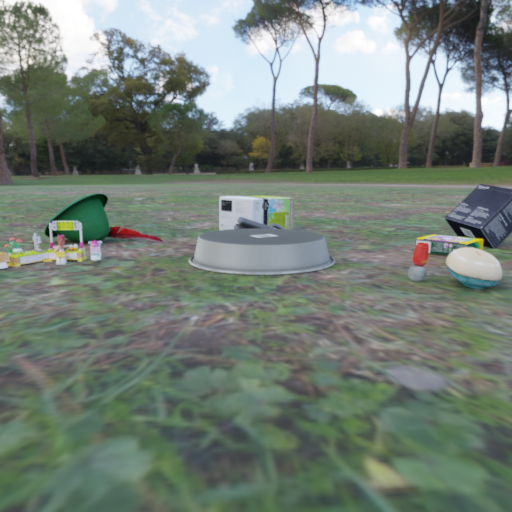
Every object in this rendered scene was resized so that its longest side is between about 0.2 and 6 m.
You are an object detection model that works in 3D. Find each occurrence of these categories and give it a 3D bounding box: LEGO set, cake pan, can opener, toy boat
[{"bbox_3d":[-3.980,-0.235,10.534,2.066,0.769,0.950,-4,10,-22],"label":"LEGO set"},{"bbox_3d":[0.109,-0.139,10.762,2.803,0.514,2.803,0,10,0],"label":"cake pan"},{"bbox_3d":[0.136,-0.571,12.276,1.353,0.361,0.452,17,27,-25],"label":"can opener"},{"bbox_3d":[3.113,0.197,8.808,1.348,0.627,1.133,10,16,13],"label":"toy boat"}]

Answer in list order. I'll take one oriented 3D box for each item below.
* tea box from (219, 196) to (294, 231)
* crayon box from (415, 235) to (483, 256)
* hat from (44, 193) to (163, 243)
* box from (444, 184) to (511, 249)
[{"bbox_3d":[0.008,-1.100,15.020,1.464,0.994,1.488,-7,12,-38],"label":"tea box"},{"bbox_3d":[4.056,-0.212,11.770,1.096,0.319,0.945,9,12,40],"label":"crayon box"},{"bbox_3d":[-3.717,-0.374,13.201,1.951,1.717,1.616,-38,-6,22],"label":"hat"},{"bbox_3d":[5.276,-0.929,12.794,1.222,0.699,1.342,-44,22,-2],"label":"box"}]
